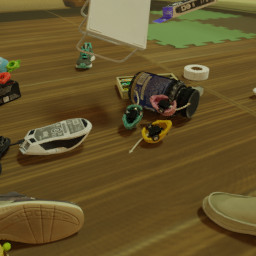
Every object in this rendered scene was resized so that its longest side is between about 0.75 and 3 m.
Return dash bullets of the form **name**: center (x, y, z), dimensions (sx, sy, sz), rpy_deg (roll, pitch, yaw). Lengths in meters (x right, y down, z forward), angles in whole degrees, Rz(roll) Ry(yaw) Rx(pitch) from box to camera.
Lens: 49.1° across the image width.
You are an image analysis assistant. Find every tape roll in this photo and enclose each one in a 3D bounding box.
- **tape roll**: center (2.969, -2.417, 12.188), dimensions (1.058, 0.370, 1.058), rpy_deg (1, 31, 0)

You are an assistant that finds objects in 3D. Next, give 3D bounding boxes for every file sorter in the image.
- **file sorter**: center (-0.471, -3.486, 8.354), dimensions (1.727, 2.489, 1.550), rpy_deg (11, -11, -25)

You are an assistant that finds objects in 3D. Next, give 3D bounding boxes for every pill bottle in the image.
- **pill bottle**: center (1.164, -1.066, 9.129), dimensions (2.144, 1.199, 1.199), rpy_deg (22, 37, 32)

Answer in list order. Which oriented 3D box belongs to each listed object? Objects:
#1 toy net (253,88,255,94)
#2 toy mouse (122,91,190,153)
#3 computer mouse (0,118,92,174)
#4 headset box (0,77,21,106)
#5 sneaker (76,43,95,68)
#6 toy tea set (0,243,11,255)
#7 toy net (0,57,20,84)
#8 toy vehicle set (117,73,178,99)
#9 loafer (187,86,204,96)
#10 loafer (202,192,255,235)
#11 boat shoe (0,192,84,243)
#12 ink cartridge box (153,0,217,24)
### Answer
- **toy net**: center (5.533, -1.273, 10.335), dimensions (1.907, 0.368, 1.001), rpy_deg (-9, 35, -12)
- **toy mouse**: center (0.634, -0.397, 8.233), dimensions (2.214, 0.429, 1.968), rpy_deg (-30, 50, -4)
- **computer mouse**: center (-2.246, 0.440, 7.267), dimensions (2.766, 0.607, 1.517), rpy_deg (-14, 29, -12)
- **headset box**: center (-4.976, -1.395, 10.213), dimensions (1.682, 0.650, 1.252), rpy_deg (22, 37, 29)
- **sneaker**: center (-2.082, -3.520, 13.468), dimensions (0.803, 0.944, 2.069), rpy_deg (0, 32, 0)
- **toy tea set**: center (-2.697, 2.295, 3.927), dimensions (2.107, 0.780, 1.253), rpy_deg (-18, 35, -27)
- **toy net**: center (-4.988, -1.357, 9.622), dimensions (1.552, 0.571, 2.958), rpy_deg (22, 62, 20)
- **toy vehicle set**: center (0.821, -1.668, 10.991), dimensions (2.388, 0.317, 1.484), rpy_deg (-6, 31, -9)
- **loafer**: center (2.324, -1.316, 10.245), dimensions (0.475, 0.474, 1.359), rpy_deg (27, 40, 37)
- **loafer**: center (2.414, 1.581, 5.212), dimensions (1.997, 0.682, 0.756), rpy_deg (14, 34, 22)
- **boat shoe**: center (-2.054, 1.554, 5.067), dimensions (2.463, 0.886, 0.798), rpy_deg (-3, 23, -10)
- **ink cartridge box**: center (1.595, -3.642, 8.504), dimensions (1.710, 0.371, 1.694), rpy_deg (-19, 22, 5)
